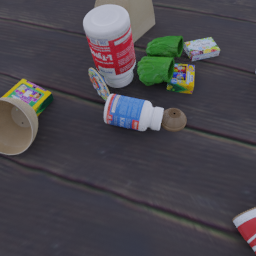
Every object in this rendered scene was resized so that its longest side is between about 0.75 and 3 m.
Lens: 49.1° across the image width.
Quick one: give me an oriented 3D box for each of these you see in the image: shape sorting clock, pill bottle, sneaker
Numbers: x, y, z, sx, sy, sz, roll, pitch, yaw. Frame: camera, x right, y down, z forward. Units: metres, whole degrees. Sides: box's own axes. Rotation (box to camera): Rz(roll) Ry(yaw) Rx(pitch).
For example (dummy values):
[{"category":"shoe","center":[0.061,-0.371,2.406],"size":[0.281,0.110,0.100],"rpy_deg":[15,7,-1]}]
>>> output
[{"category":"shape sorting clock","center":[-1.116,-1.653,10.898],"size":[0.293,1.493,1.493],"rpy_deg":[-30,60,-11]},{"category":"pill bottle","center":[0.228,-0.524,10.316],"size":[2.041,1.145,1.145],"rpy_deg":[12,56,9]},{"category":"sneaker","center":[4.574,2.848,8.168],"size":[2.579,0.919,1.451],"rpy_deg":[-20,53,-5]},{"category":"pill bottle","center":[-0.589,-3.032,10.917],"size":[1.665,2.967,1.665],"rpy_deg":[-5,55,7]}]

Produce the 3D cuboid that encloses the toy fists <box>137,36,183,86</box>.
[{"category":"toy fists","center":[1.356,-2.930,12.037],"size":[1.484,1.001,2.911],"rpy_deg":[8,54,24]}]

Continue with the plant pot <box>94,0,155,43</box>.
[{"category":"plant pot","center":[-0.222,-5.812,13.477],"size":[2.393,2.119,2.390],"rpy_deg":[31,61,21]}]

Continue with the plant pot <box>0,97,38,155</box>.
[{"category":"plant pot","center":[-4.025,-0.235,9.924],"size":[2.000,2.000,1.343],"rpy_deg":[8,23,5]}]

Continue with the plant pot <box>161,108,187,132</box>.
[{"category":"plant pot","center":[1.747,-0.413,10.713],"size":[1.043,0.481,1.043],"rpy_deg":[0,56,0]}]

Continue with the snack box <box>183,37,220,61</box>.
[{"category":"snack box","center":[3.423,-3.680,13.048],"size":[1.393,0.369,0.991],"rpy_deg":[-14,56,-9]}]

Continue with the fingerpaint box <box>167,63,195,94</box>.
[{"category":"fingerpaint box","center":[2.248,-2.141,11.914],"size":[1.084,0.477,1.299],"rpy_deg":[8,56,6]}]

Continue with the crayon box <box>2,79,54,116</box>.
[{"category":"crayon box","center":[-4.036,-1.141,11.229],"size":[1.565,0.456,1.350],"rpy_deg":[26,61,17]}]
